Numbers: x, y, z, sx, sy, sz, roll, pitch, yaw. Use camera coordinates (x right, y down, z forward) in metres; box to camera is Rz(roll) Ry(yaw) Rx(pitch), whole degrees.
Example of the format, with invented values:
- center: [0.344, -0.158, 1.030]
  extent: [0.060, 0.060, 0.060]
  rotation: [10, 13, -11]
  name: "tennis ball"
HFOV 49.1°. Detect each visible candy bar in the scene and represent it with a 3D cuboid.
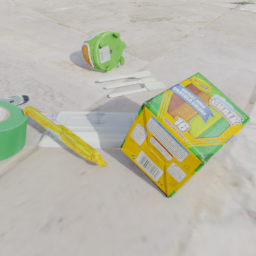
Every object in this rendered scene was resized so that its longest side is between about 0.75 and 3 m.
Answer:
- center: [-1.452, 0.163, 6.434]
  extent: [2.417, 0.268, 0.603]
  rotation: [34, 6, 17]
  name: "candy bar"

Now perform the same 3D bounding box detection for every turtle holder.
- center: [-0.931, -3.117, 10.837]
  extent: [1.379, 1.476, 1.942]
  rotation: [15, 65, 35]
  name: "turtle holder"

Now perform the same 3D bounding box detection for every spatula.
- center: [0.123, -1.553, 9.675]
  extent: [2.066, 0.166, 1.436]
  rotation: [-12, 44, -21]
  name: "spatula"

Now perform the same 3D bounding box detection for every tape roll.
- center: [-3.828, -0.052, 6.258]
  extent: [2.966, 0.713, 2.966]
  rotation: [10, 17, -3]
  name: "tape roll"

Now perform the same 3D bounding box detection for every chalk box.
- center: [1.337, -0.013, 5.915]
  extent: [1.518, 1.511, 2.440]
  rotation: [45, 50, 15]
  name: "chalk box"

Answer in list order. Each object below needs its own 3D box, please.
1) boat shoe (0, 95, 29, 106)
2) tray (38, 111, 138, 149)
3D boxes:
- center: [-3.445, -0.785, 8.436]
  extent: [0.930, 0.329, 0.422]
  rotation: [-8, 6, 17]
  name: "boat shoe"
- center: [-0.747, -0.050, 7.437]
  extent: [2.937, 0.326, 1.577]
  rotation: [1, 33, 2]
  name: "tray"
